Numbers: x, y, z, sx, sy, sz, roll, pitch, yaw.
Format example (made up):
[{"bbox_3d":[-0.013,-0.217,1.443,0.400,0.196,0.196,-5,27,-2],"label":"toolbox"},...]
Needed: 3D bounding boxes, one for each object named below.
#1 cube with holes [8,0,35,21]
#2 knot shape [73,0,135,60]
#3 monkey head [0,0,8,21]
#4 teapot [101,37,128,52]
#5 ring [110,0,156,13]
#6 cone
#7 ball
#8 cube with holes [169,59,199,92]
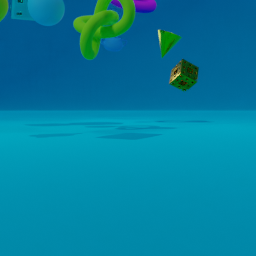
[{"bbox_3d":[-2.679,-3.947,7.881,1.238,1.238,1.238,-6,-27,-28],"label":"cube with holes"},{"bbox_3d":[-0.659,-2.432,6.495,0.773,1.673,1.565,38,5,-33],"label":"knot shape"},{"bbox_3d":[-2.220,-1.997,4.223,0.703,1.166,0.839,6,-18,-6],"label":"monkey head"},{"bbox_3d":[-0.525,-2.874,9.361,1.053,0.516,0.655,-1,33,-18],"label":"teapot"},{"bbox_3d":[0.135,-4.185,9.214,1.646,0.329,1.646,10,36,-7],"label":"ring"},{"bbox_3d":[1.377,-2.970,10.178,0.903,0.906,0.903,17,14,-4],"label":"cone"},{"bbox_3d":[-1.908,-2.831,6.554,0.831,0.831,0.831,0,4,0],"label":"ball"},{"bbox_3d":[1.988,-1.854,9.941,0.706,0.706,0.706,24,-32,-16],"label":"cube with holes"}]
